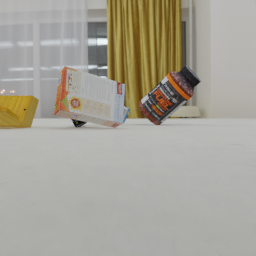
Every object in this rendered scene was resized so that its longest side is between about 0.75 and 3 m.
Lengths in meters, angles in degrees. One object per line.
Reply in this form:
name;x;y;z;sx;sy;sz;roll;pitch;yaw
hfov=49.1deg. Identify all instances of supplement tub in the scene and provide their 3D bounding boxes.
supplement tub;1.603;-1.277;10.688;2.356;1.260;1.260;-43;-16;21

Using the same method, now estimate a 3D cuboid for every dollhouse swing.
dollhouse swing;-3.702;-0.724;7.977;1.624;1.476;1.428;1;-32;6

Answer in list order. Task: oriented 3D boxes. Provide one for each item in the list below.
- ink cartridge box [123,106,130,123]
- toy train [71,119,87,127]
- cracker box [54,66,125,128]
ink cartridge box;-0.486;-0.617;11.393;0.674;0.671;0.919;28;13;20
toy train;-1.570;-0.349;9.288;0.423;0.568;2.480;-22;7;-1
cracker box;-0.991;-0.787;7.566;1.811;1.213;0.523;13;-21;-27
